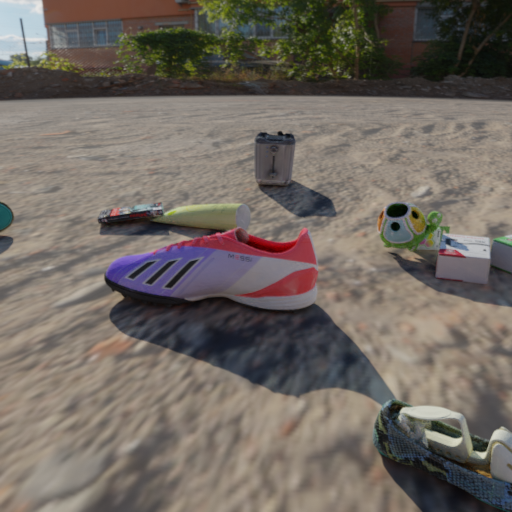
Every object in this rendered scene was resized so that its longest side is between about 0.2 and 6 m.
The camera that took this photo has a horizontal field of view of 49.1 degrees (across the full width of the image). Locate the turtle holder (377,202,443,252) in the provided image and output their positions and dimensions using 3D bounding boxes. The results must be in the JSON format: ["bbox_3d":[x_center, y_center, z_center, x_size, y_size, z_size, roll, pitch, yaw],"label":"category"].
[{"bbox_3d":[2.863,-0.584,10.684,1.149,0.816,0.873,28,71,39],"label":"turtle holder"}]

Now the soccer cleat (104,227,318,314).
[{"bbox_3d":[-0.728,0.098,8.723,3.384,1.238,1.154,4,21,10],"label":"soccer cleat"}]

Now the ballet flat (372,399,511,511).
[{"bbox_3d":[1.953,1.783,5.053,1.881,0.698,0.698,12,23,28],"label":"ballet flat"}]

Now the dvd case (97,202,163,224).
[{"bbox_3d":[-2.876,-1.001,12.935,1.453,0.160,1.060,-10,15,-8],"label":"dvd case"}]

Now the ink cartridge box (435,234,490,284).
[{"bbox_3d":[3.698,0.026,9.997,0.865,0.489,1.179,6,22,19],"label":"ink cartridge box"}]

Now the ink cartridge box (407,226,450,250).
[{"bbox_3d":[3.427,-0.360,11.133,0.846,0.439,0.251,1,20,4],"label":"ink cartridge box"}]

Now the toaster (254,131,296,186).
[{"bbox_3d":[0.524,-2.891,16.535,1.212,1.377,2.132,4,19,1],"label":"toaster"}]

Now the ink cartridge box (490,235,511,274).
[{"bbox_3d":[5.035,-0.038,10.091,1.305,0.548,0.952,-11,23,-28],"label":"ink cartridge box"}]

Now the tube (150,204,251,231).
[{"bbox_3d":[-1.229,-0.889,12.434,2.307,0.599,0.669,4,-18,33],"label":"tube"}]

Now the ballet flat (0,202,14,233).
[{"bbox_3d":[-6.451,-0.691,11.546,2.628,0.929,0.929,-16,26,-36],"label":"ballet flat"}]
